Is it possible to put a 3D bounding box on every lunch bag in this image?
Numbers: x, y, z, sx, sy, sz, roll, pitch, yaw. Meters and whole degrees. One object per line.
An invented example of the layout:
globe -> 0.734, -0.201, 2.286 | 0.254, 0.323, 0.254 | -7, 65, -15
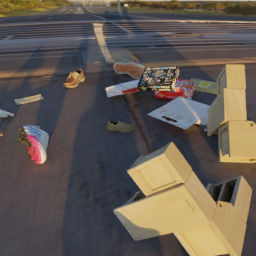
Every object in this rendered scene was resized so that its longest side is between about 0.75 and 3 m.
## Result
lunch bag -> 2.286, -1.909, 13.919 | 1.885, 0.772, 1.660 | 9, 30, 17

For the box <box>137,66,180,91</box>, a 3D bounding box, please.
box -> 1.268, -2.064, 11.679 | 1.509, 0.347, 1.199 | 4, 51, 26

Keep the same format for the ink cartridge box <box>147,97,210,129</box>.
ink cartridge box -> 2.245, -0.500, 11.646 | 1.902, 0.668, 2.340 | 24, 43, 37

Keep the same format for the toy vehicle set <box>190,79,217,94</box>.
toy vehicle set -> 4.140, -2.269, 15.144 | 1.817, 0.241, 1.129 | 16, 32, 27

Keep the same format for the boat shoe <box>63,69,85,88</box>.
boat shoe -> -3.050, -2.792, 15.621 | 0.745, 0.707, 1.968 | 7, 29, 13

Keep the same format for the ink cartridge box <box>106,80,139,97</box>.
ink cartridge box -> 0.283, -2.025, 13.538 | 1.891, 0.664, 2.327 | -19, 6, -31

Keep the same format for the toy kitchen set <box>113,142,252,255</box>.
toy kitchen set -> 1.176, 1.455, 6.606 | 2.056, 2.520, 2.273 | -32, 7, 38

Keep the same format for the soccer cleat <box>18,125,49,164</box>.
soccer cleat -> -3.061, 0.445, 9.619 | 0.934, 0.756, 2.164 | -10, 31, -34

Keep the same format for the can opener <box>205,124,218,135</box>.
can opener -> 3.438, 0.094, 10.676 | 1.040, 0.348, 0.277 | 15, 32, 26

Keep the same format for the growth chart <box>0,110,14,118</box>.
growth chart -> -6.071, -0.411, 11.795 | 1.433, 0.176, 1.981 | 19, 34, 32

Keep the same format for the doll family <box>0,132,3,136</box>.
doll family -> -5.620, 0.126, 10.065 | 1.933, 0.871, 1.200 | -10, 30, -17

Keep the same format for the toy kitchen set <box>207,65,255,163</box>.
toy kitchen set -> 4.251, -0.273, 9.487 | 2.635, 2.920, 2.383 | 1, -13, 3

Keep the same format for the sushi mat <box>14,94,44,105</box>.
sushi mat -> -4.857, -1.400, 13.722 | 1.324, 0.080, 0.633 | -18, 34, -30

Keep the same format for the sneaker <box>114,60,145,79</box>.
sneaker -> 0.370, -3.667, 16.970 | 1.074, 0.960, 2.689 | -29, 38, -35

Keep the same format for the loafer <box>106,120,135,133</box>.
loafer -> -0.299, -0.081, 10.969 | 1.114, 0.376, 0.423 | 1, 28, 3
